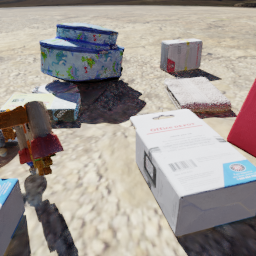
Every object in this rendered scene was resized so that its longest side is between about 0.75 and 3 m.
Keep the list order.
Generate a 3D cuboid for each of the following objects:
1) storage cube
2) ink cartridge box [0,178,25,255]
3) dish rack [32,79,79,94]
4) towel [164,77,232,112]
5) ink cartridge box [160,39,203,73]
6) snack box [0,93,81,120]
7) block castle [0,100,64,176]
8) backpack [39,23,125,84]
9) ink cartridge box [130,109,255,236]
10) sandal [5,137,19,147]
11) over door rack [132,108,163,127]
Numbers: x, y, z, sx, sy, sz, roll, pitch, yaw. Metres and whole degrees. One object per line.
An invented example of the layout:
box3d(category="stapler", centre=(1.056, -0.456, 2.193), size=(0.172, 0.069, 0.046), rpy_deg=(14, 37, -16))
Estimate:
box3d(category="storage cube", centre=(3.639, -0.152, 5.309), size=(2.027, 2.132, 2.371), rpy_deg=(8, 21, -37))
box3d(category="ink cartridge box", centre=(-2.734, 1.444, 4.332), size=(1.791, 0.750, 1.300), rpy_deg=(-1, 27, 1))
box3d(category="dish rack", centre=(-2.658, -1.415, 10.183), size=(1.286, 0.326, 1.499), rpy_deg=(15, 31, 27))
box3d(category="towel", centre=(2.277, -1.234, 9.695), size=(1.720, 0.448, 2.596), rpy_deg=(-4, 29, -6))
box3d(category="ink cartridge box", centre=(2.404, -3.307, 12.695), size=(1.753, 1.272, 0.731), rpy_deg=(-11, 29, -20))
box3d(category="snack box", centre=(-2.636, -0.671, 8.677), size=(2.188, 0.406, 1.271), rpy_deg=(-1, 28, -2))
box3d(category="block castle", centre=(-2.156, 0.453, 4.820), size=(1.653, 1.160, 2.474), rpy_deg=(-17, -1, -28))
box3d(category="backpack", centre=(-1.830, -2.865, 10.636), size=(2.632, 2.113, 2.876), rpy_deg=(17, 25, 30))
box3d(category="ink cartridge box", centre=(1.132, 0.650, 5.644), size=(1.585, 0.913, 2.737), rpy_deg=(-8, 30, -14))
box3d(category="sandal", centre=(-3.655, 0.246, 6.538), size=(2.102, 0.450, 0.799), rpy_deg=(5, 27, -38))
box3d(category="over door rack", centre=(0.579, -0.260, 7.987), size=(0.826, 0.275, 0.610), rpy_deg=(-12, 22, 24))
